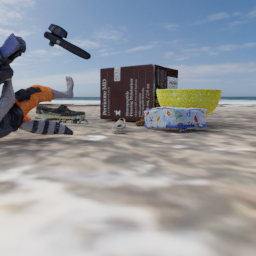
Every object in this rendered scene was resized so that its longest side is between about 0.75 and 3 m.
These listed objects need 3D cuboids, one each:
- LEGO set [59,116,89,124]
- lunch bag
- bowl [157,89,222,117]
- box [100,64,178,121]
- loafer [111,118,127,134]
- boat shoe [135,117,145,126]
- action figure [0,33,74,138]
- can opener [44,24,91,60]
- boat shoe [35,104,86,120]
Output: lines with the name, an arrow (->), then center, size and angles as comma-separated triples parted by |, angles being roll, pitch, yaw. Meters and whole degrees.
LEGO set -> -2.101, -0.362, 10.931 | 1.236, 0.350, 0.802 | 1, 6, 5
lunch bag -> 1.445, -0.280, 8.430 | 1.452, 0.685, 1.813 | -1, 4, -31
bowl -> 2.226, -0.773, 10.348 | 2.358, 1.269, 2.358 | 0, 5, 0
box -> 0.509, -1.472, 12.298 | 2.751, 2.282, 2.259 | 4, 7, 35
loafer -> -0.238, -0.068, 7.741 | 0.410, 0.359, 1.140 | 0, 5, 4
boat shoe -> 0.554, -0.252, 9.955 | 0.328, 0.310, 0.911 | 4, 7, 35
action figure -> -2.330, -0.425, 5.594 | 2.987, 1.562, 2.889 | -30, -10, 40
can opener -> -2.264, -3.110, 10.474 | 1.923, 0.756, 0.610 | 34, 27, 0
boat shoe -> -3.099, -0.750, 12.921 | 2.293, 0.743, 0.839 | -1, 6, -15
